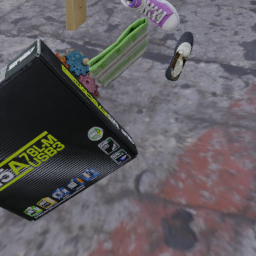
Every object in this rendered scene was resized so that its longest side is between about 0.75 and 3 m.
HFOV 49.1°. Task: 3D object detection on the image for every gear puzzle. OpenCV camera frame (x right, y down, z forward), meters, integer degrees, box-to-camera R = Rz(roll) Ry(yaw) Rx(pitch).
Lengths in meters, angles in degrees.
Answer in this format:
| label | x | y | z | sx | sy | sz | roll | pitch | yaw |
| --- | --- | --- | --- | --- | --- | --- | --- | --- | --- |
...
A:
| label | x | y | z | sx | sy | sz | roll | pitch | yaw |
| --- | --- | --- | --- | --- | --- | --- | --- | --- | --- |
| gear puzzle | -1.590 | -0.925 | 5.405 | 2.380 | 0.312 | 1.233 | -21 | 90 | -41 |

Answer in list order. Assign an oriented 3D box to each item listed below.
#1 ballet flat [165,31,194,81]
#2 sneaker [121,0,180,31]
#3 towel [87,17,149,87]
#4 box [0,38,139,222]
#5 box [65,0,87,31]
| label | x | y | z | sx | sy | sz | roll | pitch | yaw |
| --- | --- | --- | --- | --- | --- | --- | --- | --- | --- |
| ballet flat | 1.336 | -1.754 | 7.047 | 0.474 | 1.298 | 0.474 | 19 | 24 | -9 |
| sneaker | 0.276 | -1.799 | 4.223 | 1.072 | 0.388 | 0.611 | 39 | 41 | -4 |
| towel | -0.177 | -1.571 | 6.074 | 1.474 | 1.975 | 0.303 | -42 | 88 | 1 |
| box | -1.251 | 0.253 | 3.774 | 2.114 | 2.042 | 0.502 | -33 | 42 | 10 |
| box | -1.418 | -4.023 | 7.672 | 0.248 | 2.331 | 1.906 | 5 | 29 | 0 |
